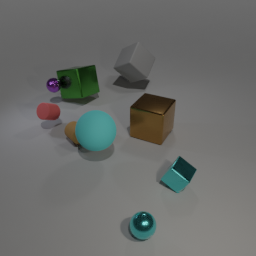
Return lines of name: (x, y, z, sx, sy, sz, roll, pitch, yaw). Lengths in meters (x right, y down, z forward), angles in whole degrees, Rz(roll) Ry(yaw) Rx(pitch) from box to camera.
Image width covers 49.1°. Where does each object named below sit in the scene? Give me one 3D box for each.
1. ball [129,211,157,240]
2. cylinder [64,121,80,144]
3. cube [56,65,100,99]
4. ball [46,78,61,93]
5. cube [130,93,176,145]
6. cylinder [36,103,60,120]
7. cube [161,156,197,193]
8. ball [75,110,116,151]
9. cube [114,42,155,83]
ball: (0.388, 2.518, 7.262, 0.700, 0.700, 0.700, 0, 32, 0)
cylinder: (-1.990, 0.176, 10.820, 0.700, 0.700, 0.700, -22, 35, -31)
cube: (-2.461, -2.297, 13.937, 1.400, 1.400, 1.400, 3, 20, 33)
ball: (-3.553, -2.047, 13.396, 0.700, 0.700, 0.700, 0, 32, 0)
cube: (0.993, -0.398, 11.272, 1.400, 1.400, 1.400, 15, 36, 23)
cylinder: (-3.295, -0.679, 11.620, 0.700, 0.700, 0.700, 17, 7, 25)
cube: (1.585, 1.454, 8.748, 0.700, 0.700, 0.700, 38, 43, 8)
ball: (-1.096, 0.089, 9.591, 1.400, 1.400, 1.400, 0, 32, 0)
cube: (0.351, -3.482, 15.035, 1.400, 1.400, 1.400, -5, 57, 50)
